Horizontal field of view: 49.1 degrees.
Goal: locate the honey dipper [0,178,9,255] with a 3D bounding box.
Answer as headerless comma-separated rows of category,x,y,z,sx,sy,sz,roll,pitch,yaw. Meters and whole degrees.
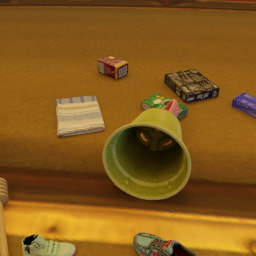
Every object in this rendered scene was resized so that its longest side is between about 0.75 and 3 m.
honey dipper,-3.111,2.375,6.857,0.531,0.531,2.794,-15,42,-19

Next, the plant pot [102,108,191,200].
plant pot,0.695,0.489,8.150,2.325,2.325,2.138,9,27,11

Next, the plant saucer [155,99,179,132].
plant saucer,1.309,-0.292,9.663,0.373,1.472,1.472,33,42,-2

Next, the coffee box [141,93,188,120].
coffee box,1.420,-0.796,11.038,1.618,0.356,0.995,30,47,33

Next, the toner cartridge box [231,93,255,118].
toner cartridge box,5.059,-0.785,11.012,0.816,0.371,1.717,-26,45,-31

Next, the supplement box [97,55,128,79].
supplement box,-0.731,-2.944,13.539,1.290,0.666,0.844,28,46,31

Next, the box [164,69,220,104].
box,2.776,-1.909,12.393,1.614,0.439,2.015,-15,40,-18

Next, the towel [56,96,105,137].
towel,-1.900,-0.556,10.800,1.731,0.281,2.357,-8,38,-11

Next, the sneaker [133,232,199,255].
sneaker,0.874,2.671,6.246,1.618,0.773,0.642,18,41,21

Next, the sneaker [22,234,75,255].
sneaker,-1.802,2.679,6.305,1.176,0.694,0.433,-2,37,-5
